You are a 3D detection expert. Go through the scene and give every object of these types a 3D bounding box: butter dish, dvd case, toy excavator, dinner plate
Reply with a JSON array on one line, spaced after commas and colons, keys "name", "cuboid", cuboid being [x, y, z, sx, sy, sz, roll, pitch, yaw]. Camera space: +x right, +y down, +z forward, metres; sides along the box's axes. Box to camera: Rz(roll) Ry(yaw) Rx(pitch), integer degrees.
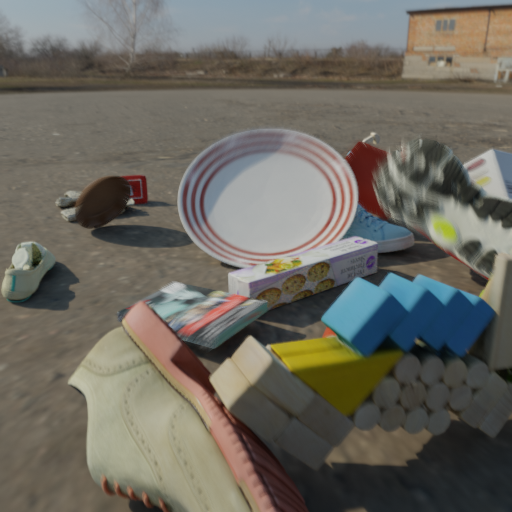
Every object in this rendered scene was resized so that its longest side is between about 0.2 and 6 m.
[{"name": "butter dish", "cuboid": [-2.936, -1.531, 13.271, 0.691, 0.693, 0.512, -5, -1, -13]}, {"name": "dvd case", "cuboid": [-0.820, 0.720, 7.256, 1.592, 0.175, 1.162, 10, 23, 31]}, {"name": "toy excavator", "cuboid": [3.028, -2.939, 16.138, 1.095, 1.126, 0.562, -7, 22, -17]}, {"name": "dinner plate", "cuboid": [0.204, -1.051, 10.186, 3.233, 0.392, 3.233, -2, 58, 3]}]

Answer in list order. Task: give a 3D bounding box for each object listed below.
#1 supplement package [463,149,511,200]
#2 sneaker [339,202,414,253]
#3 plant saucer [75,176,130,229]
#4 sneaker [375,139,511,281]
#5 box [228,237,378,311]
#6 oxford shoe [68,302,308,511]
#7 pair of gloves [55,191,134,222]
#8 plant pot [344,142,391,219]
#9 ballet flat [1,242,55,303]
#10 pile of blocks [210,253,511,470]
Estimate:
[{"name": "supplement package", "cuboid": [4.351, -0.986, 9.918, 1.143, 1.468, 0.814, 2, -20, -35]}, {"name": "sneaker", "cuboid": [1.729, -0.671, 10.326, 2.370, 0.971, 0.876, 10, 24, 24]}, {"name": "plant saucer", "cuboid": [-3.077, -1.111, 11.103, 0.232, 1.268, 1.268, 43, 40, 22]}, {"name": "sneaker", "cuboid": [3.218, -0.529, 8.924, 1.544, 1.400, 3.637, 36, 16, -42]}, {"name": "box", "cuboid": [0.782, 0.253, 8.479, 2.656, 0.550, 0.514, -14, 23, -36]}, {"name": "oxford shoe", "cuboid": [-0.584, 1.665, 4.461, 1.206, 1.157, 3.268, -40, 38, -9]}, {"name": "pair of gloves", "cuboid": [-3.695, -1.234, 12.750, 1.591, 0.328, 1.871, -9, 22, -23]}, {"name": "plant pot", "cuboid": [2.324, -1.594, 11.370, 1.356, 1.196, 1.357, 25, 16, 14]}, {"name": "ballet flat", "cuboid": [-3.560, 0.101, 8.784, 0.639, 0.639, 1.841, -4, 21, -11]}, {"name": "pile of blocks", "cuboid": [1.567, 0.696, 5.108, 4.187, 1.719, 1.301, 1, 12, -21]}]
